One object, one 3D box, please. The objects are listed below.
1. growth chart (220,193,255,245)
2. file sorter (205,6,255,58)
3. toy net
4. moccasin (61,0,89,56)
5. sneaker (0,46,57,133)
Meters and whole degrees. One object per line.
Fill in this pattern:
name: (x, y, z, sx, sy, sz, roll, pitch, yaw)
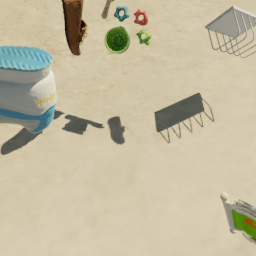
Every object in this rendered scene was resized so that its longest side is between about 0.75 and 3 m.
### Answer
growth chart: (2.171, 1.654, 4.180, 0.164, 1.336, 1.846, -40, 29, -19)
file sorter: (3.097, -2.634, 7.932, 1.404, 0.974, 0.874, 2, 72, -34)
toy net: (-0.237, -3.292, 7.580, 1.269, 0.467, 2.418, -15, 97, 17)
moccasin: (-1.343, -2.687, 7.427, 0.679, 1.758, 0.643, -9, 49, -13)
sneaker: (-2.451, -0.627, 4.176, 2.859, 1.155, 1.094, 11, 34, 13)
